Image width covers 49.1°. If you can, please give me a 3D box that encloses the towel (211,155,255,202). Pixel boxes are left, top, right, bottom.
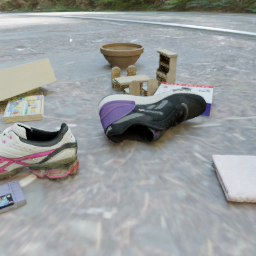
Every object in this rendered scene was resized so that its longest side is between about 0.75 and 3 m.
[{"bbox_3d":[2.398,0.942,5.287,1.408,0.227,1.345,1,25,1],"label":"towel"}]

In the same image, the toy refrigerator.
[{"bbox_3d":[-3.727,-1.443,9.068,1.024,0.944,2.699,-6,19,37],"label":"toy refrigerator"}]

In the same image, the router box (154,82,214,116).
[{"bbox_3d":[1.776,-0.959,8.837,1.724,0.421,1.547,7,28,14],"label":"router box"}]

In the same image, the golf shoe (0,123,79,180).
[{"bbox_3d":[-2.220,0.366,5.432,2.490,1.146,0.904,-3,28,-2],"label":"golf shoe"}]

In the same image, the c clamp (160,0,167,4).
[{"bbox_3d":[1.656,-4.385,9.061,1.572,0.213,1.343,0,45,36],"label":"c clamp"}]

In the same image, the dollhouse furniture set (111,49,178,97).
[{"bbox_3d":[0.569,-1.879,9.637,2.024,1.345,1.774,-10,28,-19],"label":"dollhouse furniture set"}]

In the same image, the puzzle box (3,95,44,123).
[{"bbox_3d":[-3.060,-0.599,8.373,1.049,0.201,1.577,-6,27,-14],"label":"puzzle box"}]

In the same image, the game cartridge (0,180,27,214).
[{"bbox_3d":[-2.299,1.242,4.770,0.985,0.189,0.638,-15,26,-27],"label":"game cartridge"}]

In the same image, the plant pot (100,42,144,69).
[{"bbox_3d":[-0.268,-3.333,12.994,2.019,0.932,2.019,-1,26,0],"label":"plant pot"}]

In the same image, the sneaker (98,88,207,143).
[{"bbox_3d":[0.742,-0.144,6.925,2.838,1.075,1.243,-7,47,-13],"label":"sneaker"}]
